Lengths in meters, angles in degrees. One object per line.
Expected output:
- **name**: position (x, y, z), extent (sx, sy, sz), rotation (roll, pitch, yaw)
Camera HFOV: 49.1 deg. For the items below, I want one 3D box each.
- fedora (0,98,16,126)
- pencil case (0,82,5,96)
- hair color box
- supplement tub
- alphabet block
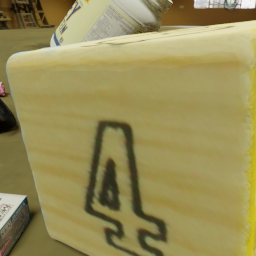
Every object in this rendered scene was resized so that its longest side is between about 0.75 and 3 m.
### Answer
- **fedora**: position (-4.379, -0.677, 7.957), extent (1.179, 2.581, 2.581), rotation (-42, 37, -12)
- **pencil case**: position (-5.612, -1.508, 11.033), extent (1.459, 0.604, 0.631), rotation (-4, 57, -10)
- **hair color box**: position (-2.617, 1.451, 4.373), extent (1.852, 0.560, 0.926), rotation (3, 24, 8)
- **supplement tub**: position (-0.424, -2.499, 6.805), extent (1.929, 2.661, 1.929), rotation (35, 27, -20)
- **alphabet block**: position (0.567, 0.124, 4.049), extent (2.956, 2.902, 2.887), rotation (6, 25, 35)
